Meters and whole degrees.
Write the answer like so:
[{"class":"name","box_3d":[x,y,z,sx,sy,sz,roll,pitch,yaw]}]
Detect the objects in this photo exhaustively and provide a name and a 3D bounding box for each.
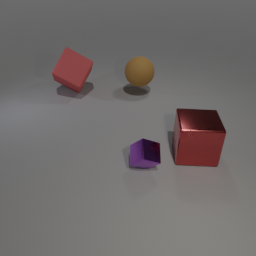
[{"class":"cube","box_3d":[-2.600,-2.683,13.215,1.400,1.400,1.400,27,-8,-8]},{"class":"cube","box_3d":[2.297,0.294,9.365,1.400,1.400,1.400,3,33,2]},{"class":"ball","box_3d":[0.546,-2.650,13.194,1.400,1.400,1.400,0,32,0]},{"class":"cube","box_3d":[0.537,0.820,8.798,0.700,0.700,0.700,16,61,-30]}]
